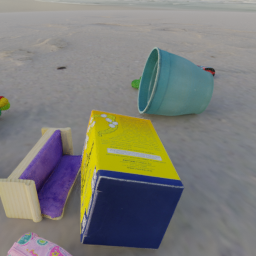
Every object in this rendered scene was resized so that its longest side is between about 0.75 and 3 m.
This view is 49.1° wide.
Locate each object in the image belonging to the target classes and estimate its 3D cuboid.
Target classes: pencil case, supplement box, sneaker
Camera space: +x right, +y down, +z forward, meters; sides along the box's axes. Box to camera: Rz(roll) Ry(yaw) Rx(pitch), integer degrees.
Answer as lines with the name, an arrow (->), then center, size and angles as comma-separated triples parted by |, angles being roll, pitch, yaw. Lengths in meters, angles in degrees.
pencil case -> -0.913, 1.987, 3.678 | 1.585, 0.693, 0.693 | 17, 32, 30
supplement box -> -0.120, 0.762, 5.011 | 1.274, 1.266, 2.326 | 10, 24, -14
sneaker -> 2.961, -2.483, 12.494 | 1.673, 0.663, 0.799 | 6, 18, -8

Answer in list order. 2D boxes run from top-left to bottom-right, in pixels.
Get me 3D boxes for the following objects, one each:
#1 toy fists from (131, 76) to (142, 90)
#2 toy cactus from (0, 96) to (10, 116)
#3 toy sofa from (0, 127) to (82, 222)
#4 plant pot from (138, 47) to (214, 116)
toy fists -> 0.658, -1.847, 11.402 | 0.580, 0.391, 1.138 | 11, 30, 35
toy cactus -> -4.304, -0.474, 7.904 | 2.029, 1.257, 2.459 | 42, 20, 27
toy sofa -> -1.595, 0.825, 5.712 | 1.033, 0.876, 2.116 | 3, 28, 7
plant pot -> 1.509, -1.289, 8.785 | 1.927, 2.050, 2.050 | 10, 26, -11
